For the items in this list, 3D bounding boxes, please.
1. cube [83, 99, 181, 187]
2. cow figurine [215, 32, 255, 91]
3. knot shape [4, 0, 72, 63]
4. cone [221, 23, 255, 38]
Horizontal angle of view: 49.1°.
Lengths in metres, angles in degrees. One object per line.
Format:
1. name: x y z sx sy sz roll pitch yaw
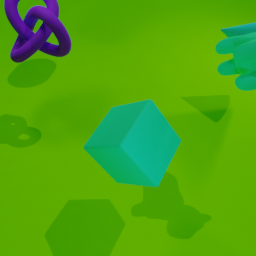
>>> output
1. cube: 0.089 0.273 4.780 1.013 1.013 1.013 -7 42 48
2. cow figurine: 2.515 -1.200 4.603 1.702 0.950 1.730 -14 26 1
3. knot shape: -2.156 -2.453 6.473 1.834 1.716 0.847 -5 8 27
4. cone: 3.186 -2.515 7.690 1.319 1.314 1.314 22 50 13
